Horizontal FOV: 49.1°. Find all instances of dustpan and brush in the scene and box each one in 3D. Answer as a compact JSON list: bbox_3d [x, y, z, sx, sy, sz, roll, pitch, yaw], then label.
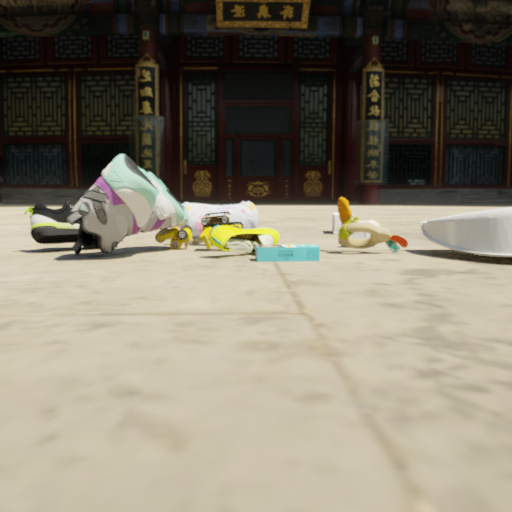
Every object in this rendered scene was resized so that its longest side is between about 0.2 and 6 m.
[{"bbox_3d":[4.553,-0.261,8.956,2.705,1.109,3.876,-5,0,-3],"label":"dustpan and brush"}]

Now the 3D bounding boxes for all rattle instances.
[{"bbox_3d":[2.173,-0.568,10.542,1.258,0.819,0.898,0,45,6],"label":"rattle"}]

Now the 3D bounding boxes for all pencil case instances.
[{"bbox_3d":[-0.948,-0.908,14.130,2.000,0.907,0.831,-3,6,-20],"label":"pencil case"}]

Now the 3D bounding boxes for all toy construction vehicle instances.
[{"bbox_3d":[-1.065,-0.400,11.439,1.755,0.618,1.528,-6,17,6],"label":"toy construction vehicle"}]

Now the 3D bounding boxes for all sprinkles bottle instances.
[{"bbox_3d":[2.361,-0.500,12.096,0.549,0.549,1.609,3,6,22],"label":"sprinkles bottle"}]

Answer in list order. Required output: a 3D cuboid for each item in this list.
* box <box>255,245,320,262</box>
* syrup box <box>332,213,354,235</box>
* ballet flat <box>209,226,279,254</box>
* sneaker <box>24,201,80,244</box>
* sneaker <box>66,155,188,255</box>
[{"bbox_3d":[0.516,-0.047,9.373,1.047,0.257,0.431,-1,6,-5],"label":"box"},{"bbox_3d":[2.428,-0.913,15.735,0.567,0.549,1.393,1,6,5],"label":"syrup box"},{"bbox_3d":[-0.117,-0.223,9.999,1.574,0.526,0.527,4,27,-39],"label":"ballet flat"},{"bbox_3d":[-3.509,-0.720,11.051,0.722,0.834,2.013,-26,-17,39],"label":"sneaker"},{"bbox_3d":[-2.491,-0.652,10.263,1.974,1.097,2.822,-41,-18,3],"label":"sneaker"}]
